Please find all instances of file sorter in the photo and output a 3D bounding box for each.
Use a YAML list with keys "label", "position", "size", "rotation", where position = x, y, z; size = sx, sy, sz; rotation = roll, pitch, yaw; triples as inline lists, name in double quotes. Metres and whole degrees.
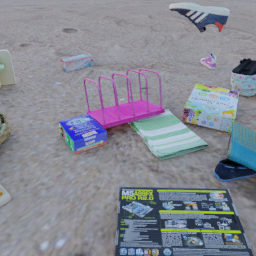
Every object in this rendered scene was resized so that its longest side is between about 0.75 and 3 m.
- label: "file sorter"
  position: [-0.170, -1.124, 9.456]
  size: [2.284, 1.432, 1.587]
  rotation: [-15, 23, -22]

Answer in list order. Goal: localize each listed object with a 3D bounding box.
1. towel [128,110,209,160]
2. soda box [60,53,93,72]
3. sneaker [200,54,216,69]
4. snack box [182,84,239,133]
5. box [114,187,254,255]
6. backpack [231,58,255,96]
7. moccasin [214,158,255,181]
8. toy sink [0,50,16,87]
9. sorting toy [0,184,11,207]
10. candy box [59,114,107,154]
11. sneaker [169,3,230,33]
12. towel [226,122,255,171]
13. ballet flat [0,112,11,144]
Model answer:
- label: "towel"
  position: [1.164, 0.120, 8.846]
  size: [1.712, 0.262, 2.244]
  rotation: [-13, 34, -20]
- label: "soda box"
  position: [-2.517, -3.261, 13.922]
  size: [1.597, 0.546, 0.508]
  rotation: [-23, 39, -32]
- label: "sneaker"
  position: [4.110, -3.492, 14.190]
  size: [0.425, 0.669, 1.173]
  rotation: [-13, 33, -17]
- label: "snack box"
  position: [2.977, -0.796, 9.909]
  size: [1.637, 0.610, 2.303]
  rotation: [13, 34, 18]
- label: "box"
  position: [0.988, 2.047, 5.528]
  size: [2.454, 0.543, 1.966]
  rotation: [1, 32, 1]
- label: "backpack"
  position: [5.063, -2.103, 11.493]
  size: [1.892, 1.197, 1.579]
  rotation: [-29, 30, -36]
- label: "moccasin"
  position: [3.031, 0.930, 7.270]
  size: [1.661, 0.566, 0.668]
  rotation: [-16, 36, -24]
- label: "toy sink"
  position: [-5.915, -2.154, 11.266]
  size: [2.349, 1.531, 1.316]
  rotation: [-7, 33, -13]
- label: "sorting toy"
  position: [-3.484, 1.592, 6.560]
  size: [1.065, 0.210, 1.150]
  rotation: [-28, 42, -36]
- label: "candy box"
  position: [-1.400, 0.144, 8.589]
  size: [1.075, 0.490, 1.272]
  rotation: [-16, 35, -27]
- label: "sneaker"
  position: [1.998, -3.198, 8.166]
  size: [1.735, 0.733, 0.650]
  rotation: [19, 33, 20]
- label: "towel"
  position: [3.666, 0.791, 7.201]
  size: [2.311, 0.251, 1.695]
  rotation: [28, 36, 8]
- label: "ballet flat"
  position: [-4.046, 0.398, 7.621]
  size: [1.006, 0.932, 2.854]
  rotation: [4, 30, -5]
